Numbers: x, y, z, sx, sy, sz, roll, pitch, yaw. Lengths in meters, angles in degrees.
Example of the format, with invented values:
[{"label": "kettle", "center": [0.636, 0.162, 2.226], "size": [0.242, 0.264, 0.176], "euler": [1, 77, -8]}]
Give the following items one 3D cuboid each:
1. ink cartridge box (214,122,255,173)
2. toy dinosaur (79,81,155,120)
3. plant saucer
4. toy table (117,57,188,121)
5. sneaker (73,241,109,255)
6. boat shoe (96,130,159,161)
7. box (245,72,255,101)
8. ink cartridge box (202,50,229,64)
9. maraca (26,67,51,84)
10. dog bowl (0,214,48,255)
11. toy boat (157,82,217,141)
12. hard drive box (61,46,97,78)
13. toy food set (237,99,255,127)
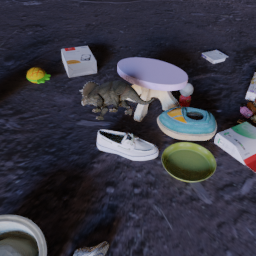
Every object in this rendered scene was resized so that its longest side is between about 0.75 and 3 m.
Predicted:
[{"label": "ink cartridge box", "center": [3.908, 0.607, 8.714], "size": [1.510, 0.470, 1.877], "euler": [-17, 40, -31]}, {"label": "toy dinosaur", "center": [-0.500, -1.004, 8.638], "size": [2.517, 0.969, 1.287], "euler": [-10, 67, 16]}, {"label": "plant saucer", "center": [1.814, 1.056, 8.452], "size": [1.617, 0.251, 1.617], "euler": [-1, 40, 0]}, {"label": "toy table", "center": [0.855, -1.516, 10.525], "size": [2.639, 1.546, 2.426], "euler": [28, 47, 28]}, {"label": "sneaker", "center": [-0.933, 2.832, 6.222], "size": [1.110, 0.414, 0.484], "euler": [-25, 41, -27]}, {"label": "boat shoe", "center": [-0.039, 0.502, 8.774], "size": [2.028, 0.677, 0.746], "euler": [6, 40, 8]}, {"label": "box", "center": [5.307, -1.761, 11.737], "size": [0.382, 0.357, 1.844], "euler": [20, 44, 22]}, {"label": "ink cartridge box", "center": [4.363, -3.579, 14.042], "size": [0.968, 0.196, 0.966], "euler": [-18, 43, -20]}, {"label": "maraca", "center": [-3.867, -2.234, 12.081], "size": [1.200, 0.642, 0.823], "euler": [28, 59, 31]}, {"label": "dog bowl", "center": [-2.688, 2.944, 5.757], "size": [2.198, 0.810, 2.198], "euler": [0, 40, 0]}, {"label": "toy boat", "center": [2.025, -0.584, 9.747], "size": [1.995, 1.103, 2.373], "euler": [4, 40, 5]}, {"label": "hard drive box", "center": [-2.321, -3.150, 13.167], "size": [1.345, 0.663, 1.726], "euler": [-13, 41, -16]}, {"label": "toy food set", "center": [4.834, -0.652, 10.462], "size": [1.171, 0.290, 1.842], "euler": [25, 46, 26]}]
